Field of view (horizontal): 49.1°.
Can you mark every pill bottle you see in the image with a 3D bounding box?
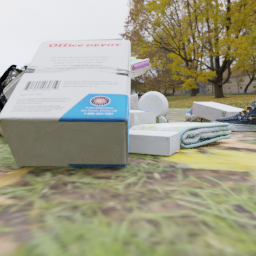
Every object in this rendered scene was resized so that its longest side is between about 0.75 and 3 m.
[{"bbox_3d":[1.252,-1.017,13.819,1.468,1.468,2.652,1,1,8],"label":"pill bottle"}]

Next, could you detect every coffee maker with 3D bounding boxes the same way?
[{"bbox_3d":[-3.371,-0.780,8.870,2.133,1.437,2.049,-35,-19,6],"label":"coffee maker"}]

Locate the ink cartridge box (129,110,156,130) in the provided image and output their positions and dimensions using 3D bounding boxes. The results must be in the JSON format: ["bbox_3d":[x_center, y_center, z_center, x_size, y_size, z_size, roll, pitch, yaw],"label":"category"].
[{"bbox_3d":[-0.453,-0.183,9.109,2.400,0.807,1.394,3,6,34],"label":"ink cartridge box"}]

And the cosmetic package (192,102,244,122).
[{"bbox_3d":[4.485,-0.747,13.928,1.223,0.750,2.963,-3,14,-16],"label":"cosmetic package"}]

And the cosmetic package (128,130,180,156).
[{"bbox_3d":[0.190,0.288,6.004,1.693,0.429,0.699,3,6,26],"label":"cosmetic package"}]

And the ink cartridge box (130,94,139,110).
[{"bbox_3d":[-0.884,-0.699,11.679,2.477,1.033,1.799,-11,7,-11],"label":"ink cartridge box"}]

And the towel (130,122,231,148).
[{"bbox_3d":[1.406,0.143,7.410,2.156,0.519,1.846,-4,4,-38],"label":"towel"}]

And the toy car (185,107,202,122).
[{"bbox_3d":[3.798,-0.787,15.936,0.935,0.801,1.068,-5,7,-42],"label":"toy car"}]

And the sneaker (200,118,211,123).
[{"bbox_3d":[4.179,-0.460,15.022,0.793,0.311,0.315,-6,13,-35],"label":"sneaker"}]

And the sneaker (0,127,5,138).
[{"bbox_3d":[-2.715,-0.256,8.290,1.508,1.085,2.884,5,9,4],"label":"sneaker"}]

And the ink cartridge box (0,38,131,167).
[{"bbox_3d":[-0.884,-0.595,5.142,1.873,1.082,2.566,0,41,2],"label":"ink cartridge box"}]

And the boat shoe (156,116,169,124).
[{"bbox_3d":[1.572,-0.307,12.551,0.377,0.451,1.263,-7,3,-15],"label":"boat shoe"}]

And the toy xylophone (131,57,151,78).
[{"bbox_3d":[-0.336,-2.268,9.576,2.522,0.634,1.847,20,34,29],"label":"toy xylophone"}]

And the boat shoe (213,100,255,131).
[{"bbox_3d":[4.470,-0.482,10.429,2.576,1.169,0.911,1,5,12],"label":"boat shoe"}]
